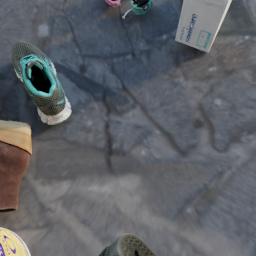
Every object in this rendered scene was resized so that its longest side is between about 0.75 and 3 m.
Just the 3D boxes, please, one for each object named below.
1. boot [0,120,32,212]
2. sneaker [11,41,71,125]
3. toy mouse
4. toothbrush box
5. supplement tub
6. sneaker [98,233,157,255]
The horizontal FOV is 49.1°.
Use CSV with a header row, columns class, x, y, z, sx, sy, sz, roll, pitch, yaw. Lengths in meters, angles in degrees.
class,x,y,z,sx,sy,sz,roll,pitch,yaw
boot,-3.743,0.822,6.683,2.677,0.968,2.227,4,64,-2
sneaker,-2.434,-1.507,7.571,1.107,1.302,2.854,-30,69,-15
toy mouse,0.006,-4.253,9.291,2.383,0.461,2.118,4,65,2
toothbrush box,2.543,-4.050,8.335,1.184,2.032,2.776,24,67,10
supplement tub,-3.030,2.648,4.871,1.992,2.740,1.992,0,65,0
sneaker,0.352,3.447,5.446,2.792,1.599,1.067,44,27,-4
